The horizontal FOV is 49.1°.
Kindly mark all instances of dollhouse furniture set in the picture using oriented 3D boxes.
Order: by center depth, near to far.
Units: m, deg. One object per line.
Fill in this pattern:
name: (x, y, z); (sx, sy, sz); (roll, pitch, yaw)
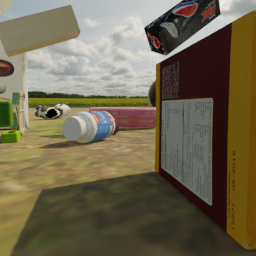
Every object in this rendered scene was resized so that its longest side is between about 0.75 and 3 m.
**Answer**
dollhouse furniture set: (-2.512, -0.241, 5.488); (0.761, 0.985, 1.970); (-2, 6, -13)

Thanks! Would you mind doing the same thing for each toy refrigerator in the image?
toy refrigerator: (-2.097, -2.289, 6.636); (1.772, 0.673, 0.620); (-22, 10, -15)

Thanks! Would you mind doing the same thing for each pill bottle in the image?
pill bottle: (-0.725, -0.023, 5.228); (0.574, 0.574, 1.023); (2, 6, 27)

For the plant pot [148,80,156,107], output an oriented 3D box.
plant pot: (1.875, -1.340, 14.466); (2.003, 2.003, 2.138); (0, -11, -4)

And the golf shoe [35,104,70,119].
golf shoe: (-3.370, -0.693, 13.160); (0.893, 0.734, 1.889); (20, 22, 37)

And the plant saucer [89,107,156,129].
plant saucer: (-0.010, -0.349, 8.821); (2.427, 0.615, 2.427); (0, 4, 0)

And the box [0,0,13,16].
box: (-3.750, -3.584, 7.553); (0.994, 0.635, 0.541); (31, -30, 1)

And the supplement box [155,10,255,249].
supplement box: (1.238, -0.054, 2.265); (1.693, 1.140, 1.717); (-1, 5, -10)

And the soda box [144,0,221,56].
soda box: (1.548, -2.989, 7.807); (2.227, 0.788, 0.705); (-40, 44, -14)

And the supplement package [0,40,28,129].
supplement package: (-4.357, -1.194, 7.608); (1.908, 2.481, 2.595); (5, 7, 43)

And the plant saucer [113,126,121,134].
plant saucer: (-0.648, 0.054, 6.756); (0.965, 0.166, 0.965); (1, 6, 0)
